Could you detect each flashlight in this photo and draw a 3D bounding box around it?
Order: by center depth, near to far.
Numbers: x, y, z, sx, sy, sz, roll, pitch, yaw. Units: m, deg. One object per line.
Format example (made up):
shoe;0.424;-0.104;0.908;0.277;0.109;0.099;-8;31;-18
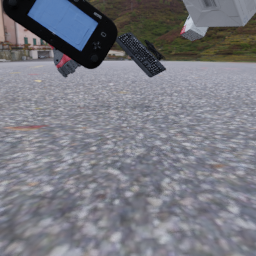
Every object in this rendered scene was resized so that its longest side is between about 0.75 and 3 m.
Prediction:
flashlight;-2.985;-3.324;10.477;1.009;2.969;1.005;-22;29;35

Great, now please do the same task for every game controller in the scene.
game controller;-1.489;-2.505;6.487;2.529;1.319;0.533;31;9;-20

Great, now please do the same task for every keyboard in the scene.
keyboard;0.639;-3.212;11.553;1.261;0.480;2.423;-32;73;-27

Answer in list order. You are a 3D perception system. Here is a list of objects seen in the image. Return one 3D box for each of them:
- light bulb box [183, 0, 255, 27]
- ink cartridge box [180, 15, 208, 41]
light bulb box;2.525;-3.416;6.954;1.604;1.001;1.590;-48;36;-11
ink cartridge box;2.764;-4.250;10.731;0.649;1.567;1.142;24;4;-11
